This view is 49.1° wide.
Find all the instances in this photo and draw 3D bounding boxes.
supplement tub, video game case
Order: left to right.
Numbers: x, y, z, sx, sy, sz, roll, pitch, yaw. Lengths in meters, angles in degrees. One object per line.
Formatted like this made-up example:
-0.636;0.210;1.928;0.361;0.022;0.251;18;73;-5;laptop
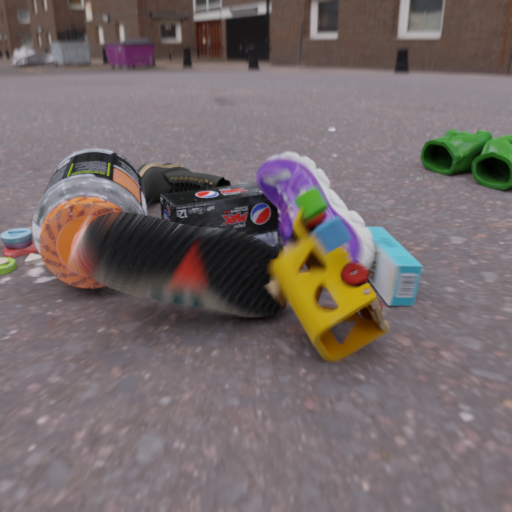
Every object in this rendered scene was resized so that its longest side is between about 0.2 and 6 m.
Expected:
-2.923;-0.726;10.107;1.891;1.891;3.087;-4;23;-10;supplement tub
-0.457;-0.393;11.548;1.810;0.172;1.293;-1;23;0;video game case

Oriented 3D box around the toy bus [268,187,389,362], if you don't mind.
0.798;0.293;7.756;1.203;2.197;2.329;-32;6;2;toy bus

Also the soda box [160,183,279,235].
-0.543;-0.916;11.462;2.692;0.853;0.953;-10;24;-24;soda box

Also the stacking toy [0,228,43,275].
-4.719;-0.170;10.500;1.345;0.568;1.218;-22;31;-40;stacking toy

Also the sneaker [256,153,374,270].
0.802;-0.766;9.994;1.273;1.230;3.050;-17;48;-27;sneaker

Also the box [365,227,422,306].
2.203;0.136;9.558;0.438;0.733;1.782;1;23;-10;box

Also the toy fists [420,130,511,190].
6.547;-2.853;15.989;1.819;1.227;3.568;-13;25;-29;toy fists

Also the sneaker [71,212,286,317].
-1.100;0.139;8.325;3.338;1.175;1.560;14;-8;-30;sneaker

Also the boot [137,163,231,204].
-1.842;-1.741;13.831;1.723;0.965;2.491;13;27;16;boot
